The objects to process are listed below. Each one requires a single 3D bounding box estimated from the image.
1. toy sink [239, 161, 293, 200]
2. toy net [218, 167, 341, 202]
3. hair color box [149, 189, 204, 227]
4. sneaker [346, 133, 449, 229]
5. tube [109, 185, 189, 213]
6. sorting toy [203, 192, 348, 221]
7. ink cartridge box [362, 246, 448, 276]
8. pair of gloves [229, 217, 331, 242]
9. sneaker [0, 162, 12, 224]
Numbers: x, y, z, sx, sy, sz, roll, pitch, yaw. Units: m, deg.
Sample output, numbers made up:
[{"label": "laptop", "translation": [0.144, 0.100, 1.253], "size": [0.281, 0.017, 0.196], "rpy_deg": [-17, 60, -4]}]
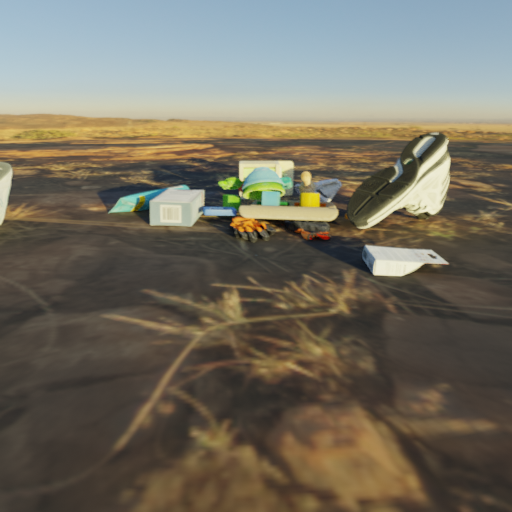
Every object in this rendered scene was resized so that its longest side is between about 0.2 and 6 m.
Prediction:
[{"label": "toy sink", "translation": [0.294, -2.102, 15.545], "size": [1.529, 0.996, 0.856], "rpy_deg": [1, 15, -1]}, {"label": "toy net", "translation": [0.762, -1.548, 13.731], "size": [3.296, 0.637, 1.729], "rpy_deg": [3, -13, -41]}, {"label": "hair color box", "translation": [-1.744, -1.111, 12.622], "size": [0.906, 0.555, 1.830], "rpy_deg": [2, 15, 3]}, {"label": "sneaker", "translation": [3.208, -1.144, 11.821], "size": [2.900, 1.668, 1.094], "rpy_deg": [-41, 36, -19]}, {"label": "tube", "translation": [-2.556, -1.368, 13.685], "size": [2.046, 0.516, 0.792], "rpy_deg": [-14, -18, -40]}, {"label": "sorting toy", "translation": [0.801, -1.186, 12.608], "size": [4.003, 0.545, 2.254], "rpy_deg": [3, 10, 6]}, {"label": "ink cartridge box", "translation": [2.298, 0.091, 8.758], "size": [1.112, 0.317, 0.904], "rpy_deg": [7, 15, -2]}, {"label": "pair of gloves", "translation": [0.471, -0.594, 11.299], "size": [2.034, 0.251, 1.812], "rpy_deg": [0, 15, -5]}, {"label": "sneaker", "translation": [-5.488, -0.874, 11.197], "size": [0.958, 1.091, 2.723], "rpy_deg": [6, 34, -5]}]
